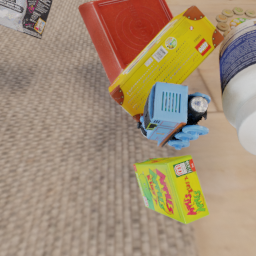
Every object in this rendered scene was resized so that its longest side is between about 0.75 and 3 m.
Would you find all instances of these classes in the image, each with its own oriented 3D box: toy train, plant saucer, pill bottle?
[{"bbox_3d":[0.686,-0.136,4.548,0.960,1.680,0.728,9,74,-4],"label":"toy train"},{"bbox_3d":[0.329,-2.814,8.122,2.764,0.507,2.759,-21,81,-17],"label":"plant saucer"},{"bbox_3d":[2.407,-0.775,4.993,1.445,1.445,2.604,8,44,8],"label":"pill bottle"}]

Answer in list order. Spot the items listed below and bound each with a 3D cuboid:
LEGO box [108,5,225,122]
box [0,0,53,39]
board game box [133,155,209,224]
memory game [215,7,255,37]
[{"bbox_3d":[0.641,-1.286,5.904,2.257,0.871,1.681,-46,13,6],"label":"LEGO box"},{"bbox_3d":[-3.361,-3.377,7.398,2.118,1.215,1.399,21,10,5],"label":"box"},{"bbox_3d":[0.507,0.784,3.853,0.337,1.415,0.719,-15,87,-16],"label":"board game box"},{"bbox_3d":[3.089,-2.656,7.317,1.648,0.105,1.648,3,57,-4],"label":"memory game"}]
